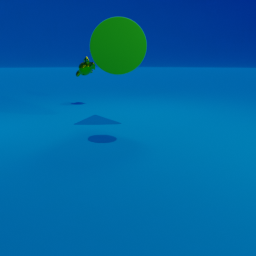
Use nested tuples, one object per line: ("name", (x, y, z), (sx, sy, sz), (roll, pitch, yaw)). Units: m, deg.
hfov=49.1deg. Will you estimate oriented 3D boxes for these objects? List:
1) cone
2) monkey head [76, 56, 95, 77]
("cone", (-0.336, -2.580, 8.339), (1.565, 1.565, 1.571), (-1, 29, -6))
("monkey head", (-1.912, -2.777, 12.468), (0.710, 0.848, 1.178), (-15, -18, -46))
